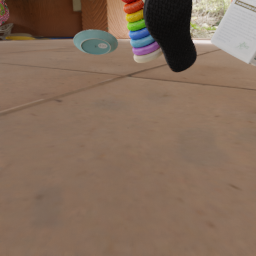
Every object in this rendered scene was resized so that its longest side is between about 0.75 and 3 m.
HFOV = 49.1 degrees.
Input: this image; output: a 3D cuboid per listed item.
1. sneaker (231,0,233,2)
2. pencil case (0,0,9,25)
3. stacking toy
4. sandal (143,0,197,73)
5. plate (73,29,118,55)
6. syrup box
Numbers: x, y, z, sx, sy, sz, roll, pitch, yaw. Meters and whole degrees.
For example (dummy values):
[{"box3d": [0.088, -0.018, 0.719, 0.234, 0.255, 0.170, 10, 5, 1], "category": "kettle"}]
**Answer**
[{"box3d": [3.166, -3.252, 7.703, 0.859, 2.231, 0.947, 16, 1, 6], "category": "sneaker"}, {"box3d": [-1.973, -1.810, 3.768, 0.446, 0.446, 1.021, 0, -14, 0], "category": "pencil case"}, {"box3d": [0.370, -3.679, 9.625, 1.141, 2.672, 1.141, -16, 30, 10], "category": "stacking toy"}, {"box3d": [0.894, -2.149, 5.973, 0.983, 2.619, 0.590, -25, 61, 8], "category": "sandal"}, {"box3d": [-1.028, -2.663, 8.979, 1.437, 0.184, 1.437, 1, -16, 0], "category": "plate"}, {"box3d": [3.064, -2.762, 5.858, 1.086, 2.758, 1.123, -4, 39, -49], "category": "syrup box"}]
